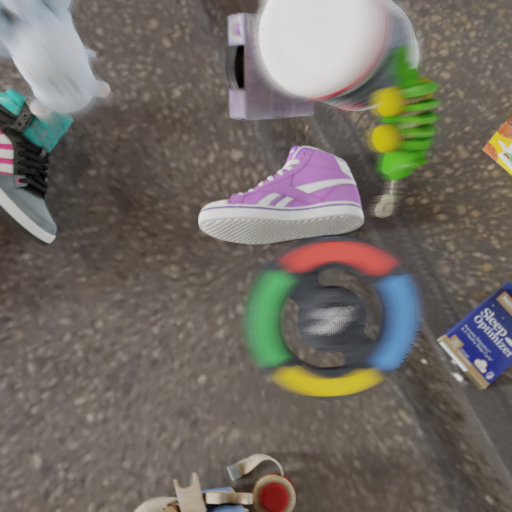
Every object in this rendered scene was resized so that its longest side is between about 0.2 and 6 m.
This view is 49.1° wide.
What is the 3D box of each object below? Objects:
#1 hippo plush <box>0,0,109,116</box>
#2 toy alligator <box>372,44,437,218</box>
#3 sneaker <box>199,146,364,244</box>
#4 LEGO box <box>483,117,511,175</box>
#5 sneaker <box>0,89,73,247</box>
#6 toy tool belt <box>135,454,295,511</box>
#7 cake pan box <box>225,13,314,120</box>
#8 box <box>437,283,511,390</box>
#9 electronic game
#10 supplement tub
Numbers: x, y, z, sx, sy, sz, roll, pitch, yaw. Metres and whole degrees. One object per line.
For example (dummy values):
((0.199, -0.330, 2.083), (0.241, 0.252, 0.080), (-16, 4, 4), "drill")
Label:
((-2.554, -2.287, 6.428), (1.424, 1.788, 1.438), (-17, 69, -11), "hippo plush")
((1.746, -1.297, 6.431), (0.624, 2.103, 0.571), (-23, 37, -30), "toy alligator")
((0.347, -1.092, 9.590), (2.753, 0.998, 1.569), (-4, 67, -10), "sneaker")
((5.772, -1.766, 9.664), (2.026, 1.050, 2.721), (-41, 77, -11), "LEGO box")
((-3.839, -1.738, 9.625), (1.797, 1.245, 2.977), (-39, 75, -1), "sneaker")
((-0.665, 3.804, 7.627), (2.693, 1.655, 1.681), (-22, 74, -7), "toy tool belt")
((0.216, -2.471, 7.395), (1.386, 0.363, 1.277), (-17, 112, -39), "cake pan box")
((3.933, 1.251, 9.157), (1.673, 0.271, 1.013), (-37, 76, -12), "box")
((0.928, 0.782, 6.849), (2.113, 0.440, 2.113), (-1, 103, -4), "electronic game")
((1.083, -2.528, 6.764), (1.410, 2.009, 1.410), (4, 98, 31), "supplement tub")
